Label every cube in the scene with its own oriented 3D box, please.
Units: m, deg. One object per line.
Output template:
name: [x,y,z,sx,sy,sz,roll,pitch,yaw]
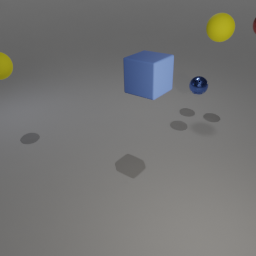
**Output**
cube: [0.397,-1.036,5.388,0.700,0.700,0.700,19,35,33]

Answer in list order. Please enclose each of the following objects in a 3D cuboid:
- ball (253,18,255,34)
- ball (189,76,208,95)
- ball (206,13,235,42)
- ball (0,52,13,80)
ball: [3.827,-2.865,7.739,0.700,0.700,0.700,0,31,0]
ball: [2.659,-1.598,10.541,0.700,0.700,0.700,0,31,0]
ball: [2.355,-2.559,7.137,0.700,0.700,0.700,0,31,0]
ball: [-3.314,-1.584,7.148,0.700,0.700,0.700,0,31,0]
